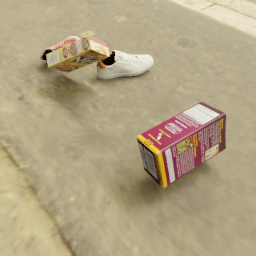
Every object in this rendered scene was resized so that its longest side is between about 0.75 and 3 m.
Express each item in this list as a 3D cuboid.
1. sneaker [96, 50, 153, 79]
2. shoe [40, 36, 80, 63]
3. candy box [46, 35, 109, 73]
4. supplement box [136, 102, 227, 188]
[{"bbox_3d":[-0.074,-2.253,9.504,2.027,0.858,0.738,-16,52,-11],"label":"sneaker"},{"bbox_3d":[-2.378,-2.723,9.825,1.477,0.528,0.672,-22,20,16],"label":"shoe"},{"bbox_3d":[-1.582,-2.275,8.815,1.726,0.996,0.477,-13,85,27],"label":"candy box"},{"bbox_3d":[1.296,0.344,6.548,1.961,1.082,0.840,-28,37,-18],"label":"supplement box"}]
